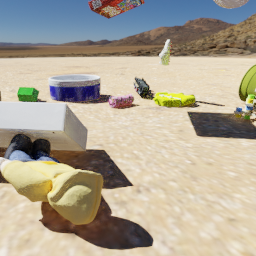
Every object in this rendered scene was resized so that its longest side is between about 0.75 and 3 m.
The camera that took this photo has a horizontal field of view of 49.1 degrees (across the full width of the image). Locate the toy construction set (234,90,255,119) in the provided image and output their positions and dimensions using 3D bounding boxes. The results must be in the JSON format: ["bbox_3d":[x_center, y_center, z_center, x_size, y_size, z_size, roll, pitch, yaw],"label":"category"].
[{"bbox_3d":[4.599,-0.774,9.388,1.434,1.008,2.187,12,32,36],"label":"toy construction set"}]

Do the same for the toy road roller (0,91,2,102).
[{"bbox_3d":[-5.492,-1.157,10.773,1.346,0.827,0.982,-2,6,-6],"label":"toy road roller"}]

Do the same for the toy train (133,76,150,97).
[{"bbox_3d":[0.625,-2.032,13.801,0.512,0.687,2.999,9,18,-7],"label":"toy train"}]

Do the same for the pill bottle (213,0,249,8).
[{"bbox_3d":[2.499,-3.541,6.805,1.055,1.055,1.880,4,37,11],"label":"pill bottle"}]

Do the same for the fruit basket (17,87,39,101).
[{"bbox_3d":[-4.290,-1.424,12.222,0.925,0.667,0.925,5,-26,2],"label":"fruit basket"}]

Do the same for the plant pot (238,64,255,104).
[{"bbox_3d":[5.490,-1.480,10.832,1.663,1.663,1.601,-10,32,-29],"label":"plant pot"}]

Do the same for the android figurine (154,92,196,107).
[{"bbox_3d":[1.887,-1.208,11.627,1.892,0.389,1.723,-12,21,-38],"label":"android figurine"}]

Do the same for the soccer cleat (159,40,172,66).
[{"bbox_3d":[1.556,-3.126,11.726,0.483,1.245,0.431,10,53,8],"label":"soccer cleat"}]

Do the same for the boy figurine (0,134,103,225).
[{"bbox_3d":[-1.251,0.715,4.380,1.508,0.781,2.425,19,-2,-37],"label":"boy figurine"}]

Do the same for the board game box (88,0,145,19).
[{"bbox_3d":[-0.247,-3.994,8.949,1.474,0.278,2.864,-17,14,11],"label":"board game box"}]

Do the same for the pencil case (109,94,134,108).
[{"bbox_3d":[-0.256,-1.093,11.138,1.094,0.453,0.474,-15,61,-41],"label":"pencil case"}]

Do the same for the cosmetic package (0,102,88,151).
[{"bbox_3d":[-2.192,0.003,5.935,2.330,0.602,1.757,2,-14,5],"label":"cosmetic package"}]

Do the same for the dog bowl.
[{"bbox_3d":[-2.405,-1.863,12.804,2.316,0.912,2.316,0,18,0],"label":"dog bowl"}]
